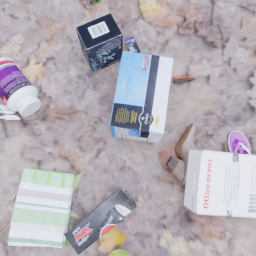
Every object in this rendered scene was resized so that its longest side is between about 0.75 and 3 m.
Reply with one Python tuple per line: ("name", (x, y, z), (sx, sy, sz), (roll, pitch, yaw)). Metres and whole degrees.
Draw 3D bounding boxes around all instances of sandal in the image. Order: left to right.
("sandal", (4.541, 1.085, 11.146), (0.832, 0.502, 2.044), (-5, 77, -1))

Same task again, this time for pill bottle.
("pill bottle", (-4.615, -1.626, 11.359), (1.333, 1.333, 2.370), (-40, 79, -9))

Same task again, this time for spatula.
("spatula", (-5.213, -0.643, 11.026), (1.610, 0.129, 1.119), (-2, 41, -42))

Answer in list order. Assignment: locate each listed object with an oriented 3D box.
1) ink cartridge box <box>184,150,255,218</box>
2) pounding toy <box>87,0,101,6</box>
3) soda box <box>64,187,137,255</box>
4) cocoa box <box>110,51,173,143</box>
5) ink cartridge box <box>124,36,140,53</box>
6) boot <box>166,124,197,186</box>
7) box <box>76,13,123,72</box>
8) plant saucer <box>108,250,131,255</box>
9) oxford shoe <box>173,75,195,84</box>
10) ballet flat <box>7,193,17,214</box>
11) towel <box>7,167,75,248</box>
("ink cartridge box", (3.684, 1.984, 10.116), (2.985, 1.254, 2.171), (7, 86, -10))
("pounding toy", (-1.754, -5.962, 12.628), (0.980, 0.861, 0.448), (-20, 78, -5))
("soda box", (-0.972, 3.400, 10.420), (2.696, 0.854, 0.954), (-38, 79, -8))
("cocoa box", (0.497, -1.113, 10.884), (1.962, 1.994, 2.991), (9, 77, 2))
("ink cartridge box", (0.186, -3.682, 12.451), (0.446, 0.176, 0.896), (-23, 77, -5))
("boot", (2.625, 1.191, 11.059), (1.676, 0.805, 2.293), (32, 80, 1))
("box", (-1.093, -3.395, 11.423), (1.498, 2.018, 1.080), (-26, 78, -6))
("plant saucer", (-0.182, 5.041, 9.782), (1.516, 0.236, 1.516), (-9, 75, 36))
("oxford shoe", (2.408, -2.072, 12.039), (0.980, 0.349, 0.355), (-1, 106, -3))
("ballet flat", (-4.016, 2.565, 10.792), (0.553, 0.560, 1.646), (39, 78, 15))
("towel", (-3.140, 2.966, 10.405), (2.059, 0.424, 2.760), (12, 76, -20))
